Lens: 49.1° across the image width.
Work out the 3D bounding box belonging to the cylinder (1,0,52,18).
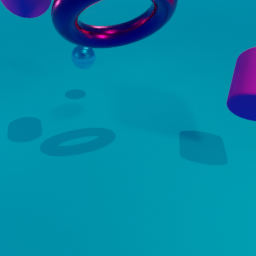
[{"bbox_3d":[-1.705,-2.453,4.665,0.924,0.924,0.924,-13,4,-20],"label":"cylinder"}]

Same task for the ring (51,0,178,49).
[{"bbox_3d":[-0.204,-1.859,4.530,2.032,0.406,2.032,-11,-7,-1],"label":"ring"}]

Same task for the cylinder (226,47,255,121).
[{"bbox_3d":[2.610,-0.843,5.525,1.091,1.091,1.091,13,70,19],"label":"cylinder"}]

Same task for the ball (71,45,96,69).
[{"bbox_3d":[-1.368,-2.192,8.612,0.754,0.754,0.754,0,33,0],"label":"ball"}]
